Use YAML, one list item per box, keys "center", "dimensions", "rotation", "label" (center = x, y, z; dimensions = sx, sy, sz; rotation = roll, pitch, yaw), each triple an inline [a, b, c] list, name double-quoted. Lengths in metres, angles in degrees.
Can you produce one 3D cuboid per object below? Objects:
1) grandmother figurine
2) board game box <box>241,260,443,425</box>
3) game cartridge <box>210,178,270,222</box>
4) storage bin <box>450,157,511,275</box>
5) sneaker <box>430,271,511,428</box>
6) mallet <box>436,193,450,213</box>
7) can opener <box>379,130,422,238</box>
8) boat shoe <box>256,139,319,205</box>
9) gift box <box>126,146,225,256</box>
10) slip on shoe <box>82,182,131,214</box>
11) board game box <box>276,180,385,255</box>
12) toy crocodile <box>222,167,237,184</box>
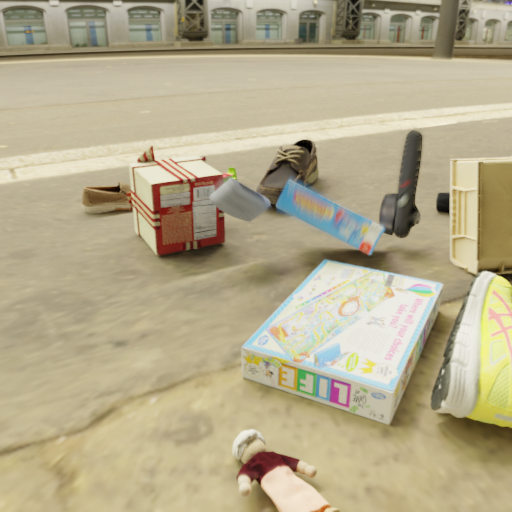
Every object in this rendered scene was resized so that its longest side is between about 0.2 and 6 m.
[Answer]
- center: [0.185, 2.276, 5.706]
  dimensions: [0.882, 0.440, 1.454]
  rotation: [10, 13, -34]
  label: "grandmother figurine"
- center: [1.381, 1.036, 8.166]
  dimensions: [2.030, 0.517, 3.020]
  rotation: [12, 28, 25]
  label: "board game box"
- center: [-0.321, -1.009, 10.390]
  dimensions: [1.013, 0.675, 0.205]
  rotation: [27, 38, -37]
  label: "game cartridge"
- center: [4.785, -0.783, 10.326]
  dimensions: [2.097, 2.082, 0.983]
  rotation: [-3, 8, -8]
  label: "storage bin"
- center: [3.176, 1.242, 7.288]
  dimensions: [1.300, 1.125, 2.878]
  rotation: [19, 36, 19]
  label: "sneaker"
- center: [4.850, -1.526, 13.856]
  dimensions: [0.755, 0.472, 2.291]
  rotation: [4, 20, 17]
  label: "mallet"
- center: [2.903, -1.364, 10.849]
  dimensions: [0.823, 2.094, 0.664]
  rotation: [11, 17, 14]
  label: "can opener"
- center: [0.779, -2.225, 14.286]
  dimensions: [1.232, 1.212, 3.307]
  rotation: [7, 26, 15]
  label: "boat shoe"
- center: [-1.600, -1.242, 11.517]
  dimensions: [1.739, 1.885, 1.760]
  rotation: [-7, 24, -26]
  label: "gift box"
- center: [-3.164, -1.470, 13.411]
  dimensions: [1.961, 0.594, 0.745]
  rotation: [-8, 26, -17]
  label: "slip on shoe"
- center: [1.405, -0.715, 10.407]
  dimensions: [1.842, 0.526, 1.881]
  rotation: [27, 8, 7]
  label: "board game box"
- center: [-0.908, -1.910, 14.524]
  dimensions: [0.494, 0.452, 1.463]
  rotation: [13, 29, 26]
  label: "toy crocodile"
